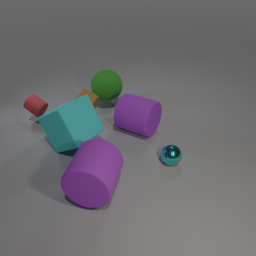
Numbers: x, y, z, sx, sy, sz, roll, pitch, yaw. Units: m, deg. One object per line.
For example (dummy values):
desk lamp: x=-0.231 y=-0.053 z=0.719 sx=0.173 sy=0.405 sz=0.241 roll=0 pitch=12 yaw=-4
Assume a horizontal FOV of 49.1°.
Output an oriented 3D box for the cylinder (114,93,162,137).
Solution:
cylinder: x=0.394 y=-0.511 z=10.860 sx=1.400 sy=1.400 sz=1.400 roll=18 pitch=37 yaw=25

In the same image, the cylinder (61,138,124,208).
cylinder: x=-0.957 y=1.242 z=7.835 sx=1.400 sy=1.400 sz=1.400 roll=7 pitch=35 yaw=11

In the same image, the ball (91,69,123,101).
ball: x=-0.940 y=-1.889 z=12.441 sx=1.400 sy=1.400 sz=1.400 roll=0 pitch=33 yaw=0

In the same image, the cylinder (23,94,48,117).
cylinder: x=-3.706 y=-0.903 z=11.277 sx=0.700 sy=0.700 sz=0.700 roll=36 pitch=40 yaw=3

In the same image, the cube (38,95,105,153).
cube: x=-1.972 y=-0.138 z=9.817 sx=1.400 sy=1.400 sz=1.400 roll=-14 pitch=17 yaw=44

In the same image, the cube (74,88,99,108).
cube: x=-1.667 y=-1.049 z=11.331 sx=0.700 sy=0.700 sz=0.700 roll=33 pitch=68 yaw=7

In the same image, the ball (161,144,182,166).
ball: x=1.453 y=0.901 z=9.347 sx=0.700 sy=0.700 sz=0.700 roll=0 pitch=33 yaw=0
